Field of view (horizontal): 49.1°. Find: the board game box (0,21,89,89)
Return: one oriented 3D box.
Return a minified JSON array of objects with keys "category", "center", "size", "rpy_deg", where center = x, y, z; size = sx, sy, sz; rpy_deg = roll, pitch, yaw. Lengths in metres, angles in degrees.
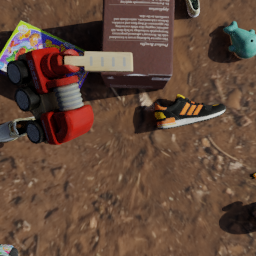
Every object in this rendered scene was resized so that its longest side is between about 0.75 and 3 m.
[{"category":"board game box","center":[-2.996,-2.356,10.240],"size":[2.958,0.662,1.989],"rpy_deg":[25,78,1]}]

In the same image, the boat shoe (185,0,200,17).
[{"category":"boat shoe","center":[2.390,-5.093,10.560],"size":[0.627,0.540,1.742],"rpy_deg":[-17,88,-1]}]

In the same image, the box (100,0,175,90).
[{"category":"box","center":[0.300,-2.887,9.618],"size":[2.268,2.245,2.734],"rpy_deg":[3,88,0]}]

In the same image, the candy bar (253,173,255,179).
[{"category":"candy bar","center":[5.148,1.657,10.538],"size":[0.929,0.103,0.232],"rpy_deg":[-24,88,-2]}]

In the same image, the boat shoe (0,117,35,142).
[{"category":"boat shoe","center":[-4.089,-0.005,10.299],"size":[2.012,0.688,0.752],"rpy_deg":[-20,88,-1]}]

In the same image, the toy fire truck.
[{"category":"toy fire truck","center":[-1.425,-1.009,7.686],"size":[2.966,1.909,2.611],"rpy_deg":[-4,105,37]}]

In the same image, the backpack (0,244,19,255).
[{"category":"backpack","center":[-4.933,4.943,9.639],"size":[2.040,1.536,1.811],"rpy_deg":[8,88,-16]}]

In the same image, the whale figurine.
[{"category":"whale figurine","center":[4.239,-3.299,10.371],"size":[1.205,0.786,1.515],"rpy_deg":[-37,88,-1]}]

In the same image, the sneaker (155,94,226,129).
[{"category":"sneaker","center":[2.237,-0.737,10.216],"size":[2.589,0.906,1.165],"rpy_deg":[-14,91,2]}]
